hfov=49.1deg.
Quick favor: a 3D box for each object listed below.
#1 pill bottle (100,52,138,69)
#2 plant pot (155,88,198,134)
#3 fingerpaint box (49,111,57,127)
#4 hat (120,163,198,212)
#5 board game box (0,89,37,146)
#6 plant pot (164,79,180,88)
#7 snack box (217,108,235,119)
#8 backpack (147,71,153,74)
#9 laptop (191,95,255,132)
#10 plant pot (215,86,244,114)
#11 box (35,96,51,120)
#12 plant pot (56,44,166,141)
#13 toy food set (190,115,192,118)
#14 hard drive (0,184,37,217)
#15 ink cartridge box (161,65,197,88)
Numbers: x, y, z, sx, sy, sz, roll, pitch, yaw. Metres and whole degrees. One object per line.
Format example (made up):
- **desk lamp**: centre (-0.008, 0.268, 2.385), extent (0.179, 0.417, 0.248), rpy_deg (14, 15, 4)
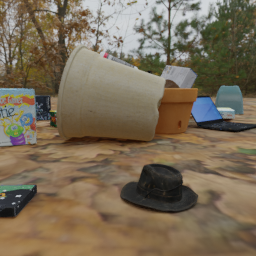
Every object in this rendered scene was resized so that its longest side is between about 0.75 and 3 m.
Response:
- **pill bottle**: centre (-0.313, -2.087, 11.219), extent (2.141, 1.185, 1.185), rpy_deg (23, 6, -7)
- **plant pot**: centre (1.295, -0.632, 9.662), extent (2.133, 1.493, 2.133), rpy_deg (-1, 8, 0)
- **fingerpaint box**: centre (-1.984, -0.383, 10.977), extent (1.711, 0.628, 1.428), rpy_deg (-7, 10, -39)
- **hat**: centre (0.414, 0.731, 3.821), extent (1.089, 0.439, 1.089), rpy_deg (-1, 9, 0)
- **board game box**: centre (-3.608, -0.432, 8.309), extent (1.487, 1.460, 2.835), rpy_deg (-3, 9, -22)
- **plant pot**: centre (1.161, -0.940, 11.985), extent (1.910, 1.785, 1.785), rpy_deg (-25, 19, -26)
- **snack box**: centre (4.217, -0.712, 13.073), extent (1.214, 0.388, 2.090), rpy_deg (2, 8, 14)
- **backpack**: centre (-0.039, -1.960, 15.797), extent (1.930, 2.403, 2.626), rpy_deg (-13, 16, -38)
- **laptop**: centre (3.566, -0.626, 10.755), extent (2.037, 1.187, 2.299), rpy_deg (-8, 11, -42)
- **plant pot**: centre (6.032, -1.707, 16.770), extent (1.617, 1.647, 1.613), rpy_deg (3, 8, 16)
- **box**: centre (-4.432, -0.946, 13.158), extent (1.528, 1.134, 0.818), rpy_deg (-4, 9, -21)
- **plant pot**: centre (-0.327, -0.731, 7.896), extent (2.482, 2.712, 2.712), rpy_deg (13, 9, 4)
- **toy food set**: centre (2.613, -0.726, 14.352), extent (1.513, 0.368, 1.498), rpy_deg (-5, 9, -26)
- **hard drive**: centre (-1.542, 0.910, 3.565), extent (0.540, 0.146, 0.773), rpy_deg (0, 9, 0)
- **ink cartridge box**: centre (2.095, -2.176, 12.933), extent (0.694, 1.241, 1.818), rpy_deg (32, -5, -41)
